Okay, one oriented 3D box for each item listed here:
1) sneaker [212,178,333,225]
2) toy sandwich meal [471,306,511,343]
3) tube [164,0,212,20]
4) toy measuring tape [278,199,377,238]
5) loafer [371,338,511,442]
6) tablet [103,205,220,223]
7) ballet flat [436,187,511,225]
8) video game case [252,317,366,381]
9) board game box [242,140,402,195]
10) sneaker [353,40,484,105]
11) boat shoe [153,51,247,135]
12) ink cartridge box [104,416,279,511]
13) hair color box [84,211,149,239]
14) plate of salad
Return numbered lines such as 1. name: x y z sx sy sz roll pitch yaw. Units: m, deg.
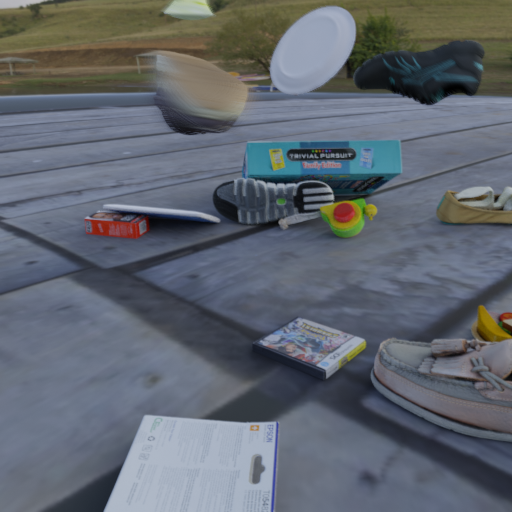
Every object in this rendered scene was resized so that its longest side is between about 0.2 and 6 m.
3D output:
1. sneaker: 0.430 -1.150 11.994 2.527 0.948 1.459 3 6 13
2. toy sandwich meal: 3.266 0.901 6.805 1.292 0.443 1.292 0 20 0
3. tube: -1.139 -4.350 9.764 0.574 0.513 1.978 -36 26 16
4. toy measuring tape: 1.388 -0.615 10.857 1.921 0.707 0.707 -12 17 15
5. loafer: 2.633 1.191 5.222 3.176 0.998 1.142 14 25 33
6. tablet: -1.878 -0.856 11.327 2.057 0.140 1.339 5 0 14
7. ballet flat: 4.951 -1.053 11.557 2.387 0.752 0.819 -4 38 -6
8. video game case: 0.645 1.083 6.769 1.042 0.133 0.941 16 26 37
9. board game box: 1.334 -1.946 12.712 3.221 0.756 2.432 -2 -4 -4
10. sneaker: 2.965 -3.312 10.422 2.378 0.943 0.897 -2 -2 28
11. boat shoe: -0.814 -2.008 7.314 0.979 0.882 2.722 0 29 -22
12. ink cartridge box: -0.460 1.817 4.604 1.277 0.259 1.274 2 20 5
13. hair color box: -2.742 -0.620 11.051 1.117 0.342 0.567 5 22 15
14. plate of salad: 0.903 -3.200 8.836 1.552 1.552 0.373 20 -6 43
